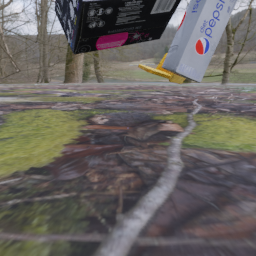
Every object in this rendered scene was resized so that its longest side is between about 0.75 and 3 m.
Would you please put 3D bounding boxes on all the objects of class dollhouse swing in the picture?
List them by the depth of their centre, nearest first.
[{"bbox_3d":[1.233,-2.168,9.234,1.202,1.242,1.367,29,11,-25],"label":"dollhouse swing"}]

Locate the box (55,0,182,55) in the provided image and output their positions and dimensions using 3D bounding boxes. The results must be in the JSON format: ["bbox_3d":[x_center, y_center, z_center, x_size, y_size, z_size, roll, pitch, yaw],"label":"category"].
[{"bbox_3d":[-0.248,-2.819,6.173,2.377,1.364,1.570,-19,-18,-25],"label":"box"}]

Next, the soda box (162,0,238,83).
[{"bbox_3d":[1.960,-2.692,7.554,0.867,2.734,0.933,17,13,-23],"label":"soda box"}]
